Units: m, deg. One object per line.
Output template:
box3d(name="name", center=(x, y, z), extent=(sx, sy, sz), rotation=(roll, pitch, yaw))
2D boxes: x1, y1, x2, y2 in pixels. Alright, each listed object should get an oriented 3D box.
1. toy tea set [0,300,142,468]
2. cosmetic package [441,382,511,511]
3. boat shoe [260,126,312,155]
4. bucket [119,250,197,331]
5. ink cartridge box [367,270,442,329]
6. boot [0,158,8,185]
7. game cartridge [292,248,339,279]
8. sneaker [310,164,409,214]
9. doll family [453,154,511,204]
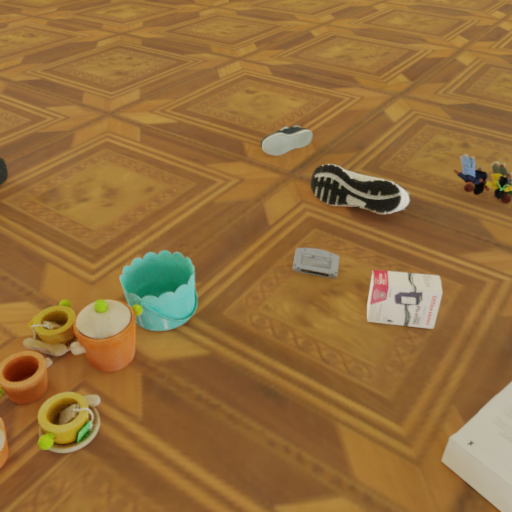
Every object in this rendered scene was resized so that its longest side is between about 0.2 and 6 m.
box3d(name="toy tea set", center=(-2.753, 1.508, 7.432), extent=(1.785, 1.111, 3.002), rotation=(7, 38, 9))
box3d(name="cosmetic package", center=(3.610, 2.549, 6.531), extent=(1.667, 0.571, 2.210), rotation=(-25, 44, -31))
box3d(name="boat shoe", center=(0.656, -2.799, 13.507), extent=(1.507, 0.570, 0.454), rotation=(-15, 39, -35))
box3d(name="bucket", center=(-1.510, 0.562, 8.885), extent=(1.210, 0.788, 1.210), rotation=(-2, 36, 2))
box3d(name="ink cartridge box", center=(2.310, 0.680, 8.785), extent=(1.045, 0.757, 0.441), rotation=(5, 35, 7))
box3d(name="boot", center=(-6.416, -1.479, 11.747), extent=(1.442, 0.747, 2.207), rotation=(3, 30, 12))
box3d(name="game cartridge", center=(1.064, 0.110, 9.922), extent=(0.787, 0.159, 0.524), rotation=(11, 53, 4))
box3d(name="sneaker", center=(2.112, -1.306, 11.522), extent=(2.223, 0.820, 0.889), rotation=(25, 15, 35))
box3d(name="doll family", center=(4.761, -1.543, 11.591), extent=(1.518, 0.596, 0.878), rotation=(10, 64, 2))
